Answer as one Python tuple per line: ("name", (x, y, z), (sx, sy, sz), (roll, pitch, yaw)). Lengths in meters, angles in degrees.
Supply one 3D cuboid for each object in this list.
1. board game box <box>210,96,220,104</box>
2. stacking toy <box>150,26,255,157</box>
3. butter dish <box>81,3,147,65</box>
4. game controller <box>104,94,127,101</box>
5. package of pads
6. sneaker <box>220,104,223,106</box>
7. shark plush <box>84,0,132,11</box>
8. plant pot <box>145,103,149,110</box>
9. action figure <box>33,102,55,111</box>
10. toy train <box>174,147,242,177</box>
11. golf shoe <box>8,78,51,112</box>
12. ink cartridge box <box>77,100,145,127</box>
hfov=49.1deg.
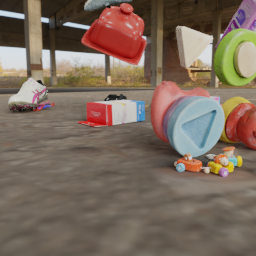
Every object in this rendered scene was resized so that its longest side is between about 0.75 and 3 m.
("board game box", (3.159, -1.279, 13.840), (1.879, 0.495, 2.456), (9, 13, 41))
("stacking toy", (1.836, -0.591, 5.101), (2.603, 2.356, 1.099), (-4, 22, -25))
("butter dish", (-0.264, -3.661, 10.135), (2.229, 1.647, 2.222), (21, 44, -4))
("game controller", (-0.606, -1.220, 12.788), (0.965, 0.389, 1.849), (-4, 18, 8))
("package of pads", (3.848, -3.189, 9.227), (0.859, 2.270, 1.368), (18, 42, -9))
("sneaker", (3.672, -0.704, 10.153), (1.779, 0.656, 0.772), (-7, 11, -32))
("shark plush", (-0.546, -3.474, 7.879), (1.322, 0.600, 0.551), (7, 53, 1))
("plant pot", (-0.284, -0.855, 11.925), (2.384, 0.328, 2.384), (0, 10, 0))
("action figure", (-3.733, -0.944, 12.389), (0.944, 0.244, 0.309), (-24, 22, -22))
("toy train", (1.304, 0.472, 4.449), (1.116, 0.310, 0.839), (-10, 15, -44))
("golf shoe", (-4.355, -1.447, 12.131), (1.089, 1.381, 3.000), (-9, 10, 5))
("ink cartridge box", (-0.533, -0.505, 8.974), (1.949, 0.655, 1.132), (-9, 13, -39))
